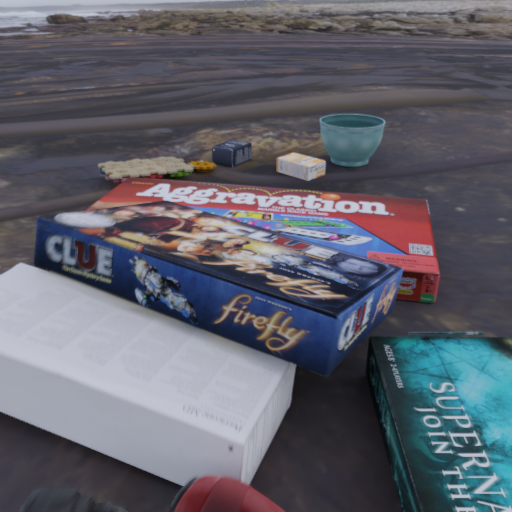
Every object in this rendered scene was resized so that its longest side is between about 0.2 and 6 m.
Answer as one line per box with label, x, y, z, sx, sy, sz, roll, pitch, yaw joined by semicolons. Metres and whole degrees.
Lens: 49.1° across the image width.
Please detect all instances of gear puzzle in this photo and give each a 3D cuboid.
gear puzzle;-2.089;-1.855;12.252;2.532;0.332;1.311;-11;26;-27

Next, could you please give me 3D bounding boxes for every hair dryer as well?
hair dryer;-0.382;2.352;3.531;2.525;0.686;1.923;-6;44;-2

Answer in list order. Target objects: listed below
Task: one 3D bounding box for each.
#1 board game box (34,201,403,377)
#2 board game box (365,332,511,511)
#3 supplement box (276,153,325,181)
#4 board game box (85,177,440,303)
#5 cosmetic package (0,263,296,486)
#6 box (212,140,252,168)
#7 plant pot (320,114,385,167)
board game box;-0.343;0.119;6.273;3.440;0.595;2.330;17;16;24
board game box;2.551;1.962;4.077;2.841;0.591;4.201;0;26;1
supplement box;0.986;-1.986;12.400;0.937;0.344;0.590;23;35;38
board game box;-0.035;-0.440;9.062;5.539;0.539;2.851;5;26;11
cosmetic package;-1.390;1.078;5.356;3.283;0.831;1.355;15;27;17
box;-0.567;-2.421;13.195;0.608;0.429;0.822;17;31;31
plant pot;2.207;-2.663;13.055;1.484;0.994;1.484;-1;26;0
